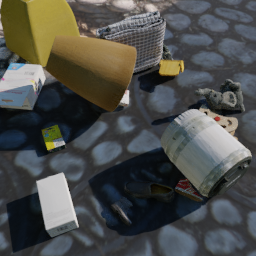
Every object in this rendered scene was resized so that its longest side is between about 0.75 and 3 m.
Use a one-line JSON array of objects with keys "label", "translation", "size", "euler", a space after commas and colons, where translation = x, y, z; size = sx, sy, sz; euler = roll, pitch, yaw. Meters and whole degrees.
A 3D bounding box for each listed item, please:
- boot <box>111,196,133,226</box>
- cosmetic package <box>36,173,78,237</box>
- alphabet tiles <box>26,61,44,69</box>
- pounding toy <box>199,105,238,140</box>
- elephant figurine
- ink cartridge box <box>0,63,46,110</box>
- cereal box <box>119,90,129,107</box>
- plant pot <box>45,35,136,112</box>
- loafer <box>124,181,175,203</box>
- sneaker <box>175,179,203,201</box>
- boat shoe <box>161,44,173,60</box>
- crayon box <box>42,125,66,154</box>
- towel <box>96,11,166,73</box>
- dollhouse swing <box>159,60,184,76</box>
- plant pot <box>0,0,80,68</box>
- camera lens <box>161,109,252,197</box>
[{"label": "boot", "translation": [-0.047, 2.408, 8.243], "size": [0.547, 0.290, 0.831], "euler": [-31, 62, -28]}, {"label": "cosmetic package", "translation": [-2.062, 2.200, 8.145], "size": [0.841, 0.663, 1.563], "euler": [-16, 53, -11]}, {"label": "alphabet tiles", "translation": [-4.114, -2.873, 12.550], "size": [0.897, 0.065, 0.877], "euler": [23, 56, 17]}, {"label": "pounding toy", "translation": [3.219, -0.206, 9.788], "size": [1.070, 1.074, 1.872], "euler": [-33, 59, -19]}, {"label": "elephant figurine", "translation": [3.433, -1.014, 10.445], "size": [1.683, 1.191, 1.306], "euler": [-31, 43, -30]}, {"label": "ink cartridge box", "translation": [-4.271, -1.489, 10.986], "size": [1.317, 0.776, 2.288], "euler": [5, 52, 5]}, {"label": "cereal box", "translation": [-0.491, -1.281, 10.897], "size": [1.076, 0.213, 0.774], "euler": [13, 49, -16]}, {"label": "plant pot", "translation": [-1.400, -2.150, 9.783], "size": [2.646, 2.466, 2.466], "euler": [19, 49, -18]}, {"label": "loafer", "translation": [0.655, 1.837, 8.500], "size": [1.548, 0.560, 0.564], "euler": [6, 53, 5]}, {"label": "sneaker", "translation": [1.934, 1.886, 8.624], "size": [0.875, 0.312, 0.492], "euler": [23, 58, 19]}, {"label": "boat shoe", "translation": [1.716, -3.312, 12.659], "size": [0.443, 0.436, 1.230], "euler": [-16, 53, -12]}, {"label": "crayon box", "translation": [-2.620, 0.379, 9.856], "size": [0.615, 0.246, 0.969], "euler": [-19, 55, -14]}, {"label": "towel", "translation": [0.150, -3.307, 11.453], "size": [2.725, 2.256, 1.166], "euler": [-21, 62, -11]}, {"label": "dollhouse swing", "translation": [1.803, -2.385, 11.797], "size": [0.942, 0.856, 0.828], "euler": [6, 72, 17]}, {"label": "plant pot", "translation": [-3.991, -4.794, 12.367], "size": [2.613, 2.691, 2.630], "euler": [34, 59, 25]}, {"label": "camera lens", "translation": [2.344, 0.770, 8.518], "size": [1.843, 1.843, 2.304], "euler": [-28, 56, -21]}]
